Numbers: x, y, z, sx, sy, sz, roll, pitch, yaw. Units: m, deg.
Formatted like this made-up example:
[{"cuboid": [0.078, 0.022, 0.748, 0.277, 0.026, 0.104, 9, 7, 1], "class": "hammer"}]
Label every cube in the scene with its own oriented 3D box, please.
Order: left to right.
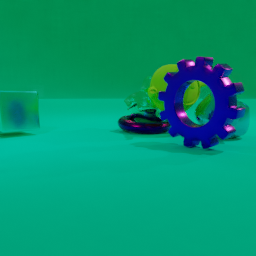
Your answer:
[{"cuboid": [-2.967, -0.407, 7.183, 0.992, 0.992, 0.992, -1, 3, 43], "class": "cube"}]

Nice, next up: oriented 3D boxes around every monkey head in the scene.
[{"cuboid": [0.588, -0.731, 7.893, 1.762, 1.267, 1.062, 17, -13, 37], "class": "monkey head"}]

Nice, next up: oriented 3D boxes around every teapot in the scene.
[{"cuboid": [1.188, -0.976, 6.951, 2.091, 1.300, 1.024, -13, 3, -31], "class": "teapot"}, {"cuboid": [2.311, -0.418, 6.762, 1.300, 1.024, 2.091, 18, 20, 1], "class": "teapot"}]

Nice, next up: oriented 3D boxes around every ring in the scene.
[{"cuboid": [0.468, -0.124, 7.931, 1.529, 0.306, 1.529, 3, 12, -1], "class": "ring"}]

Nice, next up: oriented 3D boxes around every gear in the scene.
[{"cuboid": [1.321, -0.469, 5.303, 0.312, 1.686, 1.686, -12, 13, -42], "class": "gear"}]
